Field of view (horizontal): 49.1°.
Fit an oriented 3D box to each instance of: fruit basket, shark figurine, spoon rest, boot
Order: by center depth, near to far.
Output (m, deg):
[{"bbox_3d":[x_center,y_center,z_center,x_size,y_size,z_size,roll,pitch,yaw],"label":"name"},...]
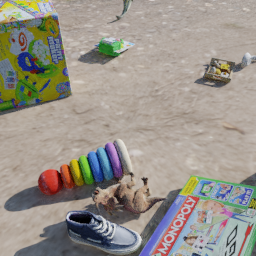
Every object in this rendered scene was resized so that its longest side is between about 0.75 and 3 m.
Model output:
[{"bbox_3d":[-0.539,2.232,6.036,1.671,0.755,0.608,6,43,6],"label":"boot"},{"bbox_3d":[-0.197,-4.455,9.567,1.064,1.781,0.743,-11,26,-43],"label":"shark figurine"},{"bbox_3d":[5.042,-2.847,11.667,1.225,0.609,0.371,-15,34,-36],"label":"spoon rest"},{"bbox_3d":[-0.601,-3.757,12.489,1.363,0.690,1.471,22,45,22],"label":"fruit basket"}]

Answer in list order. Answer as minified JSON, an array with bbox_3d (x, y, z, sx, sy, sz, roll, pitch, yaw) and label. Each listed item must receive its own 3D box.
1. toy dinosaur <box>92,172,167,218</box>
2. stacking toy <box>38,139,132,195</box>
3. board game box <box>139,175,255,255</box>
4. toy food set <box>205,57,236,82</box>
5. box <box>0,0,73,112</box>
[{"bbox_3d":[0.023,1.719,6.691,1.660,0.712,1.125,20,53,4],"label":"toy dinosaur"},{"bbox_3d":[-1.141,1.080,7.241,2.358,1.007,1.007,-17,46,-9],"label":"stacking toy"},{"bbox_3d":[1.598,2.181,5.850,1.866,0.404,2.773,5,38,40],"label":"board game box"},{"bbox_3d":[3.702,-2.374,11.189,1.000,0.421,1.394,16,46,17],"label":"toy food set"},{"bbox_3d":[-3.623,-2.436,9.374,2.867,2.977,1.816,-15,45,-15],"label":"box"}]
